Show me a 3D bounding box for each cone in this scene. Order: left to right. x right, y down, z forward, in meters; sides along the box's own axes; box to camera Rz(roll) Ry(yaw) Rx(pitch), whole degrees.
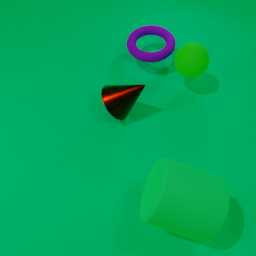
[{"bbox_3d":[0.047,-0.902,7.433,1.079,1.075,1.075,-27,49,31],"label":"cone"}]

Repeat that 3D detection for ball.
[{"bbox_3d":[1.794,-1.895,7.879,0.975,0.975,0.975,0,56,0],"label":"ball"}]

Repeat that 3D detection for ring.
[{"bbox_3d":[0.716,-2.650,8.757,1.532,0.306,1.532,-1,58,2],"label":"ring"}]

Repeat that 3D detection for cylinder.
[{"bbox_3d":[1.035,1.353,5.352,1.270,1.270,1.270,20,57,-6],"label":"cylinder"}]
